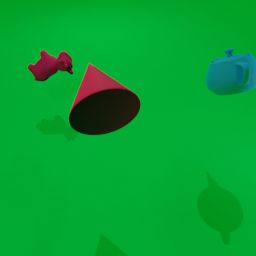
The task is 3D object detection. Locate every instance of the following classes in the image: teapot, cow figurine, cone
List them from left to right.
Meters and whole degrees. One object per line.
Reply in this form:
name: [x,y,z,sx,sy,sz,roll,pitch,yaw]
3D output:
cow figurine: [-2.129,-1.686,7.831,1.186,0.651,1.167,-45,57,0]
cone: [-0.517,-0.679,4.682,1.159,1.159,1.163,-13,58,-12]
teapot: [2.075,-1.164,5.643,1.071,0.844,1.723,-14,14,4]
